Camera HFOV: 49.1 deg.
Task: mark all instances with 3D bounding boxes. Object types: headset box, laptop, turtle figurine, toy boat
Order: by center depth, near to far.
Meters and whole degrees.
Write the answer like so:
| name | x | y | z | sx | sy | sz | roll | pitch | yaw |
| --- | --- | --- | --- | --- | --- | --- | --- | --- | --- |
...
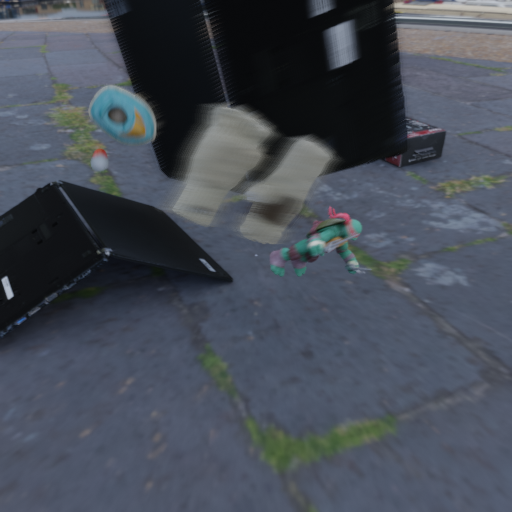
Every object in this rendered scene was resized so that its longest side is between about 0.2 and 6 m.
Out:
| name | x | y | z | sx | sy | sz | roll | pitch | yaw |
| --- | --- | --- | --- | --- | --- | --- | --- | --- | --- |
| turtle figurine | 0.770 | -0.088 | 6.086 | 0.909 | 0.611 | 1.214 | 23 | -33 | -38 |
| toy boat | -1.952 | -1.714 | 7.831 | 0.975 | 1.160 | 0.539 | 28 | 18 | -25 |
| laptop | -0.070 | -3.354 | 9.675 | 4.472 | 3.964 | 2.310 | -16 | 30 | 0 |
| laptop | -3.072 | 0.205 | 9.868 | 3.861 | 1.994 | 3.422 | -38 | 40 | -11 |
| headset box | 3.922 | -3.133 | 15.143 | 1.550 | 0.805 | 2.083 | -16 | 34 | -27 |

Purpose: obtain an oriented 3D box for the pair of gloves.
| name | x | y | z | sx | sy | sz | roll | pitch | yaw |
| --- | --- | --- | --- | --- | --- | --- | --- | --- | --- |
| pair of gloves | -0.056 | -1.043 | 7.822 | 1.935 | 1.645 | 0.339 | 16 | 21 | -34 |
